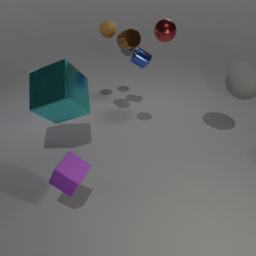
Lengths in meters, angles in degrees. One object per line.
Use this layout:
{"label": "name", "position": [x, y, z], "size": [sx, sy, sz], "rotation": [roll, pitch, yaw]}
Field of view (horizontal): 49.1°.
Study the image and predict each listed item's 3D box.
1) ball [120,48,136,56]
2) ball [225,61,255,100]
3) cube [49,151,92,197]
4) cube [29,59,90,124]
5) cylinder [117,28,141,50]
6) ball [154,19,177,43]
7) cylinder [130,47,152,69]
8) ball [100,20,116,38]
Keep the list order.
{"label": "ball", "position": [0.000, -3.692, 12.990], "size": [0.700, 0.700, 0.700], "rotation": [0, 31, 0]}
{"label": "ball", "position": [4.274, -1.731, 10.180], "size": [1.400, 1.400, 1.400], "rotation": [0, 31, 0]}
{"label": "cube", "position": [-1.468, 1.163, 7.106], "size": [0.700, 0.700, 0.700], "rotation": [33, 42, -1]}
{"label": "cube", "position": [-2.208, -1.131, 9.132], "size": [1.400, 1.400, 1.400], "rotation": [-15, 69, 19]}
{"label": "cylinder", "position": [0.024, -3.326, 10.515], "size": [0.700, 0.700, 0.700], "rotation": [-16, 15, -24]}
{"label": "ball", "position": [1.159, -3.024, 8.707], "size": [0.700, 0.700, 0.700], "rotation": [0, 31, 0]}
{"label": "cylinder", "position": [0.559, -2.993, 12.021], "size": [0.700, 0.700, 0.700], "rotation": [27, 29, -14]}
{"label": "ball", "position": [-0.828, -4.093, 11.597], "size": [0.700, 0.700, 0.700], "rotation": [0, 31, 0]}
